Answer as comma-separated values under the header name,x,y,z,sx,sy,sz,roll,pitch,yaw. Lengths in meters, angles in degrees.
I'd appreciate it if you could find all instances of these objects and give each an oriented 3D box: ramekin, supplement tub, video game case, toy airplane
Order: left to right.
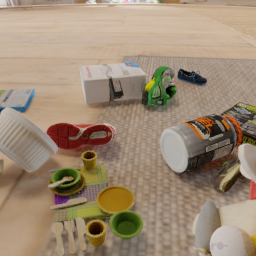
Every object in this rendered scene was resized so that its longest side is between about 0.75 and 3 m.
name,x,y,z,sx,sy,sz,roll,pitch,yaw
video game case,-5.596,-1.187,12.038,2.756,0.245,1.972,-2,31,-4
ramekin,-2.974,0.398,7.748,1.856,1.856,0.974,22,63,33
supplement tub,2.178,0.375,8.229,2.206,1.351,1.351,-17,34,-26
toy airplane,2.202,1.625,4.550,2.044,2.896,2.884,0,27,-24

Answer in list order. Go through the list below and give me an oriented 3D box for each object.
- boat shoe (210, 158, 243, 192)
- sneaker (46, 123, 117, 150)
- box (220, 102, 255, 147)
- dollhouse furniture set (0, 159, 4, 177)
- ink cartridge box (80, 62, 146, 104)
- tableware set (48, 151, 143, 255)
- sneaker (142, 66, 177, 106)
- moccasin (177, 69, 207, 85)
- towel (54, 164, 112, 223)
name,x,y,z,sx,sy,sz,roll,pitch,yaw
boat shoe,2.872,1.105,7.714,0.539,0.609,1.663,30,41,33
sneaker,-1.427,0.237,9.197,2.227,0.872,1.286,3,2,13
box,4.511,0.069,9.511,2.702,0.598,2.165,27,39,38
dollhouse furniture set,-4.573,0.673,7.541,2.141,1.520,1.696,-10,32,-17
ink cartridge box,-0.731,-2.107,12.709,2.710,1.141,1.960,-7,31,-11
tableware set,-0.871,1.543,6.696,2.004,0.457,2.975,-8,31,-14
sneaker,1.599,-1.777,12.430,1.245,1.141,2.924,17,42,14
moccasin,3.203,-2.610,14.169,1.644,0.560,0.661,20,35,30
towel,-1.181,1.619,7.223,1.405,0.223,1.956,-6,31,-11
